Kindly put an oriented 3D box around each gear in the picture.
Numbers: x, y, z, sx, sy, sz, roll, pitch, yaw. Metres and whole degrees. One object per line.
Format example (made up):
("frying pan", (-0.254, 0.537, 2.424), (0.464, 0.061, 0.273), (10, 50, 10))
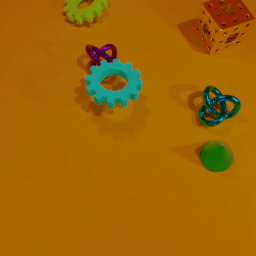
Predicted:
("gear", (-1.441, -4.268, 9.578), (1.552, 0.287, 1.552), (-7, 66, 16))
("gear", (-0.399, -1.254, 7.788), (1.550, 0.287, 1.550), (1, 58, -2))

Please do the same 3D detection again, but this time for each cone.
("cone", (2.415, 0.609, 7.392), (0.925, 0.929, 0.925), (-2, 68, 6))

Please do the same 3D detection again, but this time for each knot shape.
("knot shape", (2.514, -0.546, 8.071), (1.219, 0.563, 1.141), (36, 90, 2))
("knot shape", (-0.740, -2.160, 8.651), (1.082, 0.534, 1.156), (-36, 104, -31))

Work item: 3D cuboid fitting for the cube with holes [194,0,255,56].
("cube with holes", (3.014, -3.292, 8.942), (1.176, 1.176, 1.176), (-21, 69, -9))
